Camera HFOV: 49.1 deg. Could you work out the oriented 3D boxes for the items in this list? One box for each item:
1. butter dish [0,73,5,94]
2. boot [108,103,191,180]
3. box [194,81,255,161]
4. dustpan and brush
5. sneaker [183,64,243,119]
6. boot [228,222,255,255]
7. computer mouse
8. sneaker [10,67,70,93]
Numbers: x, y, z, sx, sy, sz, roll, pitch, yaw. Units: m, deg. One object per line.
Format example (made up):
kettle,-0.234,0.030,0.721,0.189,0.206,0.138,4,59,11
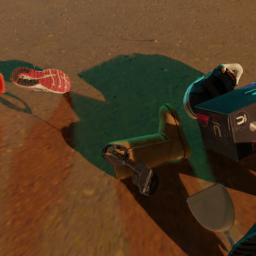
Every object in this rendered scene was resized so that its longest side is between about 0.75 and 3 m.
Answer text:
butter dish,-4.714,-0.686,8.436,2.027,2.021,1.498,-12,83,-24
boot,0.487,0.291,7.939,2.173,0.719,1.903,-13,60,-11
box,3.412,-0.345,7.750,2.537,1.346,1.551,-22,18,-15
dustpan and brush,2.067,2.141,6.300,0.446,1.087,1.557,9,53,-39
sneaker,2.860,-1.372,9.244,1.072,1.085,2.733,51,55,-10
boot,3.316,1.938,6.026,1.114,2.918,2.451,38,19,17
computer mouse,0.065,0.989,6.542,0.386,2.266,0.664,5,61,40
sneaker,-3.002,-1.659,9.722,2.024,0.756,0.816,8,81,-28
